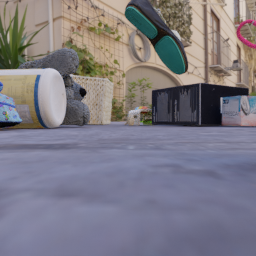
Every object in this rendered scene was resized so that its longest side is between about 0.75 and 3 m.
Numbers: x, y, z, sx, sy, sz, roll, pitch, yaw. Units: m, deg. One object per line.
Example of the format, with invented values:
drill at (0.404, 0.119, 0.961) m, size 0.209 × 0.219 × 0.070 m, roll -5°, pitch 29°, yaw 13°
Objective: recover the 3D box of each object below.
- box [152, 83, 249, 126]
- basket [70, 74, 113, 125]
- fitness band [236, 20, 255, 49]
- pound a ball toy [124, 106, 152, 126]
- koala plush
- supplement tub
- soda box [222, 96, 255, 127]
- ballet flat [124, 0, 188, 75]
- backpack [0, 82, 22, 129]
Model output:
box at (2.895, -0.858, 11.409) m, size 2.938 × 1.530 × 2.675 m, roll -1°, pitch 0°, yaw -35°
basket at (-1.890, -1.289, 14.014) m, size 1.936 × 2.408 × 2.386 m, roll 6°, pitch 2°, yaw 5°
fitness band at (4.518, -3.380, 10.145) m, size 1.185 × 0.222 × 0.851 m, roll 34°, pitch -39°, yaw -1°
pound a ball toy at (0.401, -0.540, 12.478) m, size 1.317 × 0.858 × 2.020 m, roll 0°, pitch 1°, yaw -14°
koala plush at (-2.510, -1.193, 9.879) m, size 2.602 × 2.510 × 2.831 m, roll -11°, pitch 4°, yaw 6°
supplement tub at (-2.969, -0.792, 7.653) m, size 2.220 × 1.606 × 1.606 m, roll 0°, pitch 2°, yaw 5°
soda box at (4.779, -0.561, 9.795) m, size 2.992 × 1.023 × 0.951 m, roll -1°, pitch 2°, yaw -22°
ballet flat at (1.149, -3.129, 9.322) m, size 2.936 × 1.072 × 1.072 m, roll 45°, pitch -11°, yaw -13°
backpack at (-3.201, -0.477, 6.100) m, size 1.483 × 1.093 × 1.625 m, roll 0°, pitch 0°, yaw 31°
